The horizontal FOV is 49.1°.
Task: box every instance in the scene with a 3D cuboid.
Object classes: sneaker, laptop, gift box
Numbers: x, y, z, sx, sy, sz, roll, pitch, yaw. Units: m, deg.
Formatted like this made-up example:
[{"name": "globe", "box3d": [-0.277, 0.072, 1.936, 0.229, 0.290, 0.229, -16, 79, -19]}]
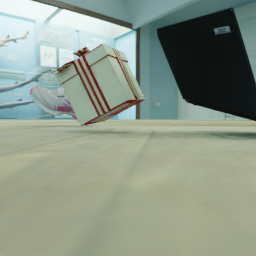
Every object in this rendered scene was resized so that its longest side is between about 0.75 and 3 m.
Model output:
[{"name": "sneaker", "box3d": [-1.967, -0.982, 9.329, 2.465, 1.087, 1.003, 17, 30, -30]}, {"name": "laptop", "box3d": [1.951, -0.873, 4.806, 2.584, 1.335, 2.290, 6, 11, -19]}, {"name": "gift box", "box3d": [-0.656, -0.881, 5.783, 1.455, 1.359, 1.342, -25, -3, 15]}]
